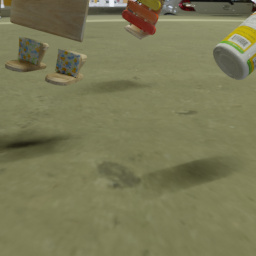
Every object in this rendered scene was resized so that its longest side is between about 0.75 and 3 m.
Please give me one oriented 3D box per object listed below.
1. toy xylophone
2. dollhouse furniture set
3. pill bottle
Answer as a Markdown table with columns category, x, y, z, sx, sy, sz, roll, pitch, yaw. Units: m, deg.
| category | x | y | z | sx | sy | sz | roll | pitch | yaw |
| --- | --- | --- | --- | --- | --- | --- | --- | --- | --- |
| toy xylophone | 0.562 | -4.667 | 10.180 | 1.917 | 2.618 | 0.658 | 33 | 35 | 29 |
| dollhouse furniture set | -2.300 | -2.509 | 5.570 | 2.950 | 2.710 | 1.919 | 18 | 21 | 9 |
| pill bottle | 2.277 | -1.572 | 4.970 | 1.388 | 0.771 | 0.771 | -41 | 35 | -3 |
